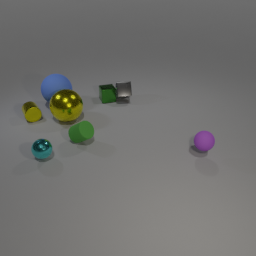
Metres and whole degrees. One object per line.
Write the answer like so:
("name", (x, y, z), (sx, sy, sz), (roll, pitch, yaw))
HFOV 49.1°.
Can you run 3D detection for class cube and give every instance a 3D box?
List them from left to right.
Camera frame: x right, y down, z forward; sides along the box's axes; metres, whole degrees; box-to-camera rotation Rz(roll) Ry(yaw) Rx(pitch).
("cube", (-1.010, -1.698, 13.779), (0.700, 0.700, 0.700), (-9, 30, -15))
("cube", (-0.218, -1.820, 13.455), (0.700, 0.700, 0.700), (-5, 0, -6))

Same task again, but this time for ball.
("ball", (-2.939, 0.710, 9.565), (0.700, 0.700, 0.700), (0, 31, 0))
("ball", (-3.256, -1.768, 12.807), (1.400, 1.400, 1.400), (0, 31, 0))
("ball", (-2.604, -0.952, 11.855), (1.400, 1.400, 1.400), (0, 31, 0))
("ball", (2.607, 0.439, 9.573), (0.700, 0.700, 0.700), (0, 31, 0))

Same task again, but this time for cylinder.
("cylinder", (-4.176, -0.708, 12.131), (0.700, 0.700, 0.700), (-16, 34, -25))
("cylinder", (-1.740, 0.149, 10.440), (0.700, 0.700, 0.700), (-20, 14, 40))
